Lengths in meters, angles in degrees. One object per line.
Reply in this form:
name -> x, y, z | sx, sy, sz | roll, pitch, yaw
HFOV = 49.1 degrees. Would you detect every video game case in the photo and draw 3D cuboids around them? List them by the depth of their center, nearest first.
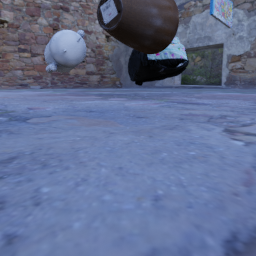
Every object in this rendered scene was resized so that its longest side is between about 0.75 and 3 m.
video game case -> 2.480, -3.158, 7.400 | 1.023, 0.732, 0.091 | 8, -6, -42

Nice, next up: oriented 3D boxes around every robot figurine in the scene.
robot figurine -> -2.181, -2.637, 9.729 | 1.219, 1.830, 2.158 | 37, -14, -21

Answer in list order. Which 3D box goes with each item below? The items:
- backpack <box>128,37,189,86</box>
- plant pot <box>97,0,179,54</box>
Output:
backpack -> 1.356, -2.933, 12.041 | 2.489, 1.576, 2.077 | -11, -10, -16
plant pot -> 0.163, -3.683, 9.385 | 2.198, 2.198, 2.352 | 8, 12, 40
